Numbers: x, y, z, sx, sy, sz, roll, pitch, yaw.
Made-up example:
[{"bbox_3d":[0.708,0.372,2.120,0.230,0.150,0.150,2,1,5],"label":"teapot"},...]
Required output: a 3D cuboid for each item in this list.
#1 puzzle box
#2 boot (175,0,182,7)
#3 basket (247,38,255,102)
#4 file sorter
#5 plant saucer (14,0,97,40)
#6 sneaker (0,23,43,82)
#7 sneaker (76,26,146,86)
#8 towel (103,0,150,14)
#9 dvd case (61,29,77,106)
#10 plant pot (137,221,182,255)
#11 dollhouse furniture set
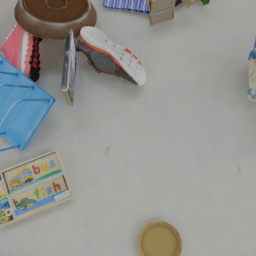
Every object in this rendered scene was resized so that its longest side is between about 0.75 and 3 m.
[{"bbox_3d":[-2.732,1.640,7.763,2.172,0.276,1.445,-22,77,-5],"label":"puzzle box"},{"bbox_3d":[1.470,-4.577,9.244,0.851,0.339,1.033,-34,75,-9],"label":"boot"},{"bbox_3d":[4.587,-1.984,7.555,2.641,2.083,2.995,14,98,-2],"label":"basket"},{"bbox_3d":[-3.710,-0.792,7.393,2.617,1.606,1.816,38,103,8],"label":"file sorter"},{"bbox_3d":[-2.163,-3.639,8.498,2.489,0.429,2.489,5,57,-8],"label":"plant saucer"},{"bbox_3d":[-3.273,-2.631,8.432,1.138,0.967,2.623,1,77,1],"label":"sneaker"},{"bbox_3d":[-0.528,-1.992,8.439,2.378,0.974,0.916,38,41,-8],"label":"sneaker"},{"bbox_3d":[0.151,-4.466,9.098,1.837,0.219,1.330,8,89,3],"label":"towel"},{"bbox_3d":[-1.555,-1.514,7.544,0.160,2.001,1.488,4,82,-6],"label":"dvd case"},{"bbox_3d":[0.841,3.096,7.480,1.191,0.164,1.191,0,76,1],"label":"plant pot"},{"bbox_3d":[1.502,-4.143,8.833,2.123,1.061,0.820,-19,64,-6],"label":"dollhouse furniture set"}]
